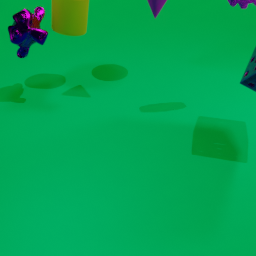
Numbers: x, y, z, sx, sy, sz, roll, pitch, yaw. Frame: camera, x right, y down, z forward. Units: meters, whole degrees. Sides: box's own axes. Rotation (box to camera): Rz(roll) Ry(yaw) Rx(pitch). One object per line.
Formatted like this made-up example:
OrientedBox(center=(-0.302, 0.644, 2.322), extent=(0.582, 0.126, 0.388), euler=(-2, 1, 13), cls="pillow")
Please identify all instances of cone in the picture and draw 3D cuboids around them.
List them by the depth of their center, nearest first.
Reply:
OrientedBox(center=(1.054, -4.735, 10.181), extent=(1.547, 1.553, 1.547), euler=(1, 44, -1), cls="cone")

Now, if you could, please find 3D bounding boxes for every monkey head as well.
OrientedBox(center=(-3.142, -3.104, 9.130), extent=(1.353, 1.881, 1.133), euler=(26, 6, 1), cls="monkey head")

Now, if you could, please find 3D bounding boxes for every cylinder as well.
OrientedBox(center=(-2.012, -3.990, 9.704), extent=(1.227, 1.227, 1.227), euler=(8, 35, -6), cls="cylinder")

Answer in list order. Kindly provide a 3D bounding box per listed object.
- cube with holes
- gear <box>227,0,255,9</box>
OrientedBox(center=(4.046, -1.614, 7.138), extent=(1.386, 1.386, 1.386), euler=(27, 79, -2), cls="cube with holes")
OrientedBox(center=(3.256, -3.919, 7.393), extent=(1.481, 1.481, 0.274), euler=(-3, 53, -4), cls="gear")
